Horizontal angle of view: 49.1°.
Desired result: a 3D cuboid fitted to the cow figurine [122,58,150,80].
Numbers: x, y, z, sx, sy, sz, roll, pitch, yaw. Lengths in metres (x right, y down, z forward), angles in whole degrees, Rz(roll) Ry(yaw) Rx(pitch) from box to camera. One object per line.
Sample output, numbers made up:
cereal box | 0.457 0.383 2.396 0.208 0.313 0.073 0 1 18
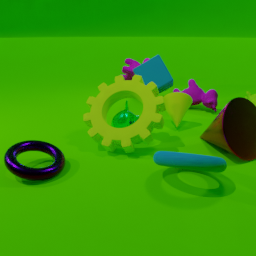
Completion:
cow figurine | 0.570 -2.799 13.879 1.716 0.957 1.743 17 -25 -4

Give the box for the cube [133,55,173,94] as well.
cube | 1.065 -2.075 11.608 1.207 1.207 1.207 -29 -7 7

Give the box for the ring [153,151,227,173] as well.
ring | 1.224 0.674 5.612 1.436 0.287 1.436 7 -6 1

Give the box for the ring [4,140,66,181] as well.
ring | -2.003 0.674 6.085 1.279 0.256 1.279 13 27 -7

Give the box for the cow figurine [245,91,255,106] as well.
cow figurine | 4.074 -0.668 8.933 1.506 0.827 1.482 -26 16 -20

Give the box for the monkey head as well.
monkey head | -0.076 -0.103 7.788 0.750 1.244 0.895 27 7 2

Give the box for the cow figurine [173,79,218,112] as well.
cow figurine | 2.582 -1.089 10.565 1.519 1.494 0.834 -30 -27 18

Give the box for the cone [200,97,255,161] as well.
cone | 2.423 0.133 7.319 1.534 1.534 1.540 -13 -3 -31

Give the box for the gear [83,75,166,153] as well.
gear | -0.097 -0.406 7.249 2.092 0.387 2.092 -7 63 13

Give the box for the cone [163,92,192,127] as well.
cone | 1.511 -0.434 8.642 0.959 0.959 0.963 2 60 6
